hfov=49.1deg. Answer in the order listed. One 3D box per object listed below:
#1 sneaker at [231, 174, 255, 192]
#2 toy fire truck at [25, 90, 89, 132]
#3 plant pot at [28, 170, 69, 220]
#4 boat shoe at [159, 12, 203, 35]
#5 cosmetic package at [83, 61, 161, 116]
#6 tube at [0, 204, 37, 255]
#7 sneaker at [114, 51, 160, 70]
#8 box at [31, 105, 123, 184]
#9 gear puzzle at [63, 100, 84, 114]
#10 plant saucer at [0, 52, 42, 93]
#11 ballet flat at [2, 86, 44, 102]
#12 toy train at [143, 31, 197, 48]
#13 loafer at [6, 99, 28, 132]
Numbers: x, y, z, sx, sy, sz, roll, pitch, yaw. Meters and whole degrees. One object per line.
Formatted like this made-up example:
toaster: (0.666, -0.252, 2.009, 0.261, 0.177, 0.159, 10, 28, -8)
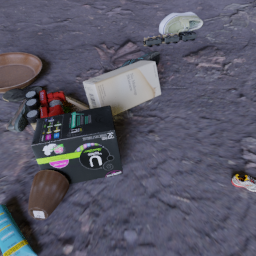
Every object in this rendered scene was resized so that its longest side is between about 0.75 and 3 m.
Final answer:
sneaker: (3.108, 1.402, 7.210, 0.801, 0.329, 0.312, 10, 44, 9)
toy fire truck: (-2.194, -0.577, 8.973, 1.792, 1.153, 1.577, -19, 44, -5)
plant pot: (-1.915, 1.617, 6.495, 0.879, 0.879, 0.940, 4, 37, 4)
boat shoe: (2.706, -5.218, 13.996, 2.742, 0.987, 0.851, -29, 53, -31)
cosmetic package: (-0.143, -1.320, 9.349, 2.404, 1.245, 0.879, -27, 26, -26)
tube: (-2.585, 2.397, 6.136, 0.617, 0.401, 1.593, -36, 57, -16)
sneaker: (0.416, -2.558, 11.150, 0.915, 0.871, 2.309, 28, 49, 30)
box: (-1.234, 0.462, 7.159, 1.957, 1.454, 1.216, -11, 35, -2)
gear puzzle: (-1.896, -0.529, 9.387, 0.924, 0.234, 1.784, -10, 43, -11)
plant saucer: (-4.703, -2.111, 10.928, 2.739, 0.501, 2.739, -1, 43, 1)
ballet flat: (-3.760, -1.209, 10.120, 1.449, 0.412, 0.482, -12, 87, -11)
toy train: (1.949, -4.278, 13.320, 2.744, 0.468, 0.629, -13, 41, -14)
loafer: (-3.482, -0.516, 9.171, 0.495, 0.565, 1.573, 1, 44, 10)
